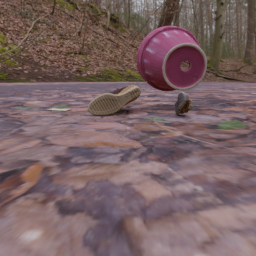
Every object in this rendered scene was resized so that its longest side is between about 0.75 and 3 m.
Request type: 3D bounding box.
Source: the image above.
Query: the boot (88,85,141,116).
[{"bbox_3d":[-0.552,-0.954,9.966,2.011,0.728,1.673,-22,9,-13],"label":"boot"}]

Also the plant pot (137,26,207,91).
[{"bbox_3d":[1.806,-2.553,10.878,2.624,2.624,2.349,-2,22,-9],"label":"plant pot"}]

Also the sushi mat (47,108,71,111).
[{"bbox_3d":[-2.599,-0.693,10.583,0.817,0.049,0.391,4,13,19],"label":"sushi mat"}]

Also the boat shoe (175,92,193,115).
[{"bbox_3d":[1.809,-0.780,8.822,0.493,0.520,1.372,0,-10,1],"label":"boat shoe"}]
